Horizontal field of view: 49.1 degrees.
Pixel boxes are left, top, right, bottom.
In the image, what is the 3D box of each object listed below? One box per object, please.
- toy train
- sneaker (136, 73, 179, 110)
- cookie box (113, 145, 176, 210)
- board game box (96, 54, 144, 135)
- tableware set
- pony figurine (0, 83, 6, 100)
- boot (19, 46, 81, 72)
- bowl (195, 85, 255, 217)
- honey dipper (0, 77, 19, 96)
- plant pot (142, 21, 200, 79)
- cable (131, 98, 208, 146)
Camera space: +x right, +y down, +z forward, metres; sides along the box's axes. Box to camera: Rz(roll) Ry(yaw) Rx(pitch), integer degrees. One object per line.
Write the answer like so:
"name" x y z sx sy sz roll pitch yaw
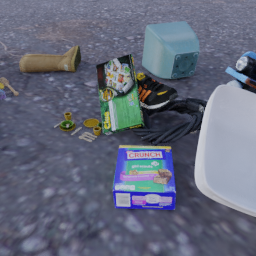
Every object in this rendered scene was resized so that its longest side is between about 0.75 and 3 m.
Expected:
"toy train" 4.308 -1.221 8.886 2.917 1.667 1.265 16 22 -28
"sneaker" 0.640 -1.287 9.154 0.845 1.087 2.417 -33 19 -18
"cookie box" 0.416 1.166 6.955 1.428 0.627 1.669 0 33 4
"board game box" -0.301 -1.100 9.005 1.314 0.294 2.508 -13 69 13
"tableware set" -1.511 -0.140 9.265 1.702 0.261 1.146 19 38 27
"pony figurine" -4.349 -0.516 7.762 1.995 2.066 1.721 26 31 -43
"boot" -3.695 -3.428 13.698 2.558 0.846 2.240 0 34 2
"bowl" 2.789 0.672 6.354 2.784 1.041 2.788 20 61 -6
"honey dipper" -4.907 -1.682 11.615 0.294 0.294 1.549 -25 46 -33
"plant pot" 2.042 -3.308 12.560 2.059 2.065 2.103 -12 44 -17
"cable" 1.217 -0.227 8.874 2.300 0.716 2.819 -34 29 -21
